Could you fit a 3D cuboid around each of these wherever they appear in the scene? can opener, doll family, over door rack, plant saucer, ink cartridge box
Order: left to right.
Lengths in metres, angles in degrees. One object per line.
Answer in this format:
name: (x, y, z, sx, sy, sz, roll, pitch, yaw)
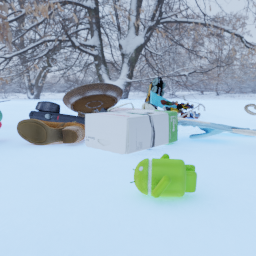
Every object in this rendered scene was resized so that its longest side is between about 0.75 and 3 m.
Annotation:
can opener: (-2.402, -0.349, 10.097, 2.597, 1.021, 0.823, 12, 3, 20)
plant saucer: (-1.677, -1.327, 13.712, 2.979, 0.478, 2.979, -10, -18, -3)
ink cartridge box: (0.116, 0.013, 6.982, 1.449, 0.837, 1.984, 6, 10, 40)
doll family: (2.588, -0.941, 14.236, 2.324, 0.912, 1.344, 11, 7, 42)
over door rack: (2.404, -0.759, 11.958, 1.173, 0.529, 1.588, -31, 31, -9)

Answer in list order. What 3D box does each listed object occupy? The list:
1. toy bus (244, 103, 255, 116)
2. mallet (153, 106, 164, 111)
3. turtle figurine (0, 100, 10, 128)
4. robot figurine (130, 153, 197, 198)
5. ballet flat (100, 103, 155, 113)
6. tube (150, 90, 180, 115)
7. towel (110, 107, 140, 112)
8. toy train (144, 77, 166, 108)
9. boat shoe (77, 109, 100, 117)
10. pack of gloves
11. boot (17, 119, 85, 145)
toy bus: (3.910, -0.023, 6.650, 1.801, 0.986, 1.908, -30, 51, -26)
mallet: (1.979, -0.992, 16.699, 0.666, 0.416, 2.022, -5, 13, -37)
turtle figurine: (-4.265, -0.280, 6.940, 2.786, 1.403, 2.086, -20, -12, -25)
robot figurine: (0.453, 0.635, 3.617, 0.834, 0.482, 0.732, 1, 22, 6)
ballet flat: (0.320, -0.415, 9.815, 2.815, 1.028, 1.028, -1, 8, -11)
tube: (2.060, -1.403, 16.170, 0.561, 0.863, 2.228, -25, 41, -34)
towel: (-0.452, -1.079, 17.355, 2.022, 0.326, 1.931, -5, 8, -34)
toy train: (1.825, -2.368, 19.451, 1.030, 2.418, 1.378, 22, -24, -30)
boat shoe: (-1.482, -0.557, 12.382, 1.518, 0.549, 0.548, -3, 11, -12)
pack of gloves: (2.653, 0.148, 8.208, 2.621, 0.517, 2.202, 10, 5, 15)
boot: (-1.933, 0.026, 7.553, 1.715, 0.658, 1.332, 2, 8, 5)
